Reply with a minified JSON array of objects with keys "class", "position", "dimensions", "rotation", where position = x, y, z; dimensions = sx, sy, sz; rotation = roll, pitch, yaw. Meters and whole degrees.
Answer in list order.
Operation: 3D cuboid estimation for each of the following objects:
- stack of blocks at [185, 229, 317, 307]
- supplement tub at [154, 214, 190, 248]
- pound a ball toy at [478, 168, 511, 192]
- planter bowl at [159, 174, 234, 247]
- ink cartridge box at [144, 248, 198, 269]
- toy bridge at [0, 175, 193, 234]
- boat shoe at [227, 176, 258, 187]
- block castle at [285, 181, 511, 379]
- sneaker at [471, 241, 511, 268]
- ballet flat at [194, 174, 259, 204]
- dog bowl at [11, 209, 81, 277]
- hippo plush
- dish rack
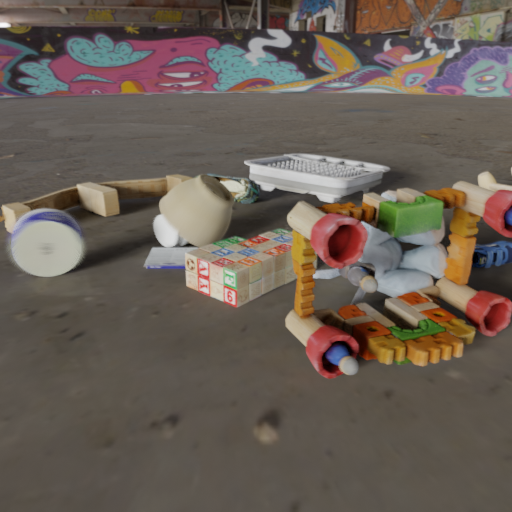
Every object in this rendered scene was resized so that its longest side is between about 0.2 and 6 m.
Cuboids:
[{"class":"stack of blocks","position":[-0.047,0.110,10.548],"dimensions":[1.315,0.669,2.283],"rotation":[19,28,39]},{"class":"supplement tub","position":[-1.563,-0.690,12.335],"dimensions":[0.861,0.861,1.188],"rotation":[17,27,37]},{"class":"pound a ball toy","position":[7.603,-1.635,14.674],"dimensions":[2.057,1.340,3.155],"rotation":[-28,23,1]},{"class":"planter bowl","position":[-1.137,-1.073,12.039],"dimensions":[1.570,1.056,1.570],"rotation":[34,25,-19]},{"class":"ink cartridge box","position":[-1.685,0.094,11.245],"dimensions":[0.989,0.201,0.991],"rotation":[0,22,1]},{"class":"toy bridge","position":[-4.178,-1.476,14.627],"dimensions":[5.073,0.690,1.705],"rotation":[-17,24,-37]},{"class":"boat shoe","position":[-0.757,-1.999,16.095],"dimensions":[1.729,0.592,0.622],"rotation":[9,23,22]},{"class":"block castle","position":[2.183,0.293,7.836],"dimensions":[3.452,2.306,1.619],"rotation":[-9,25,-23]},{"class":"sneaker","position":[4.616,0.009,11.147],"dimensions":[1.308,0.484,0.538],"rotation":[-2,24,13]},{"class":"ballet flat","position":[-1.025,-1.941,15.520],"dimensions":[2.250,0.835,0.835],"rotation":[5,22,18]},{"class":"dog bowl","position":[-3.948,-0.239,10.589],"dimensions":[1.246,1.246,0.491],"rotation":[-6,33,-15]},{"class":"hippo plush","position":[2.160,0.034,10.068],"dimensions":[2.342,1.865,1.883],"rotation":[-47,10,-4]},{"class":"dish rack","position":[1.756,-2.240,15.908],"dimensions":[3.232,0.820,3.766],"rotation":[15,19,28]}]
